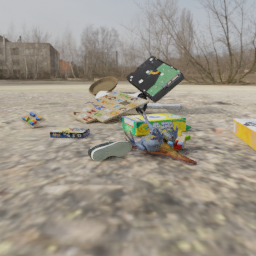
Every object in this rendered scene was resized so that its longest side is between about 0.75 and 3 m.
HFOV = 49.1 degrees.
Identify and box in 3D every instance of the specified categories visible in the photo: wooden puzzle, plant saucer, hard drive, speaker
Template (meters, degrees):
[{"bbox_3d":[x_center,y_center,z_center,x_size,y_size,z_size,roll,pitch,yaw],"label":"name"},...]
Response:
[{"bbox_3d":[-3.501,-0.350,10.264,0.698,0.174,0.754,29,43,21],"label":"wooden puzzle"},{"bbox_3d":[-2.208,-3.760,25.375,2.809,0.414,2.809,-13,37,10],"label":"plant saucer"},{"bbox_3d":[1.297,-2.513,14.064,1.909,0.517,2.732,-41,41,-3],"label":"hard drive"},{"bbox_3d":[-0.390,-1.292,14.059,2.615,1.062,1.062,8,14,37],"label":"speaker"}]

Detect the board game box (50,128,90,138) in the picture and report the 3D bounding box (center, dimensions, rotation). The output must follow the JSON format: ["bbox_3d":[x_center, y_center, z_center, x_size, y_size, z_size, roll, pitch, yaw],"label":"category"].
[{"bbox_3d":[-1.825,0.152,8.878,1.065,0.184,0.721,1,11,10],"label":"board game box"}]

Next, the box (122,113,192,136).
[{"bbox_3d":[1.011,-0.161,9.680,2.151,0.520,1.262,-3,12,-23],"label":"box"}]

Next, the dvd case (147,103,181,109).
[{"bbox_3d":[2.060,-1.289,16.295,2.042,0.179,1.457,2,11,10],"label":"dvd case"}]

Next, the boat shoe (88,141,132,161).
[{"bbox_3d":[-0.420,0.485,6.593,1.091,0.412,0.329,-7,19,-33],"label":"boat shoe"}]

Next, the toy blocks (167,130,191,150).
[{"bbox_3d":[1.082,0.389,7.203,0.956,0.478,0.654,3,22,21],"label":"toy blocks"}]

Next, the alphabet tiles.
[{"bbox_3d":[-0.966,-0.936,12.208,2.943,0.111,2.460,-25,31,-31],"label":"alphabet tiles"}]

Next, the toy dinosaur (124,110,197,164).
[{"bbox_3d":[0.441,0.448,6.707,0.967,1.841,1.671,-23,-14,-30],"label":"toy dinosaur"}]

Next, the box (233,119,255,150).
[{"bbox_3d":[4.126,0.136,8.104,1.619,0.564,2.719,1,9,7],"label":"box"}]
